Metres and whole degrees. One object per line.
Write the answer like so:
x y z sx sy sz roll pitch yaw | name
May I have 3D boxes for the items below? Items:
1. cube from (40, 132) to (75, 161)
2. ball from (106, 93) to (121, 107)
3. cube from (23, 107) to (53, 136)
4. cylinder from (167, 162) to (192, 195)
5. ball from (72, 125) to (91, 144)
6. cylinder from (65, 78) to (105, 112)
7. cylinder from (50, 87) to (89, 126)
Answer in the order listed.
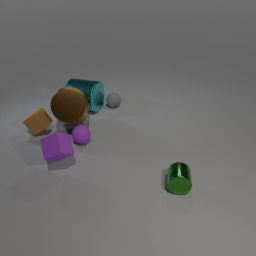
-2.219 0.601 8.831 0.700 0.700 0.700 -22 -17 17 | cube
-0.680 -1.330 13.282 0.700 0.700 0.700 0 29 0 | ball
-3.547 -0.264 11.062 0.700 0.700 0.700 -29 20 20 | cube
1.520 1.488 8.280 0.700 0.700 0.700 4 30 7 | cylinder
-1.731 0.246 10.415 0.700 0.700 0.700 0 29 0 | ball
-1.984 -1.519 12.878 1.400 1.400 1.400 10 31 18 | cylinder
-2.277 -0.820 11.178 1.400 1.400 1.400 -4 -3 -7 | cylinder
